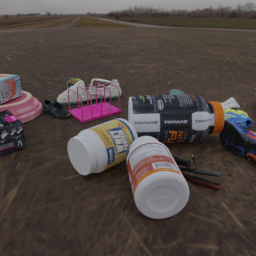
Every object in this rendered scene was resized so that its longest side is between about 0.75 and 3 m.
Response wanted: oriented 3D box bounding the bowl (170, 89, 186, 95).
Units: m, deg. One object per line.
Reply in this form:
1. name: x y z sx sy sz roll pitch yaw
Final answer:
1. bowl: 2.086 -1.264 11.946 0.772 0.772 0.404 15 68 30

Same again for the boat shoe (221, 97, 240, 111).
1. boat shoe: 3.649 -0.602 10.647 1.736 0.615 0.602 -30 63 -26

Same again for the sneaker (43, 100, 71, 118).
1. sneaker: -2.855 -0.751 11.073 1.362 0.540 0.514 14 27 26

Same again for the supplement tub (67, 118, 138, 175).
1. supplement tub: -0.657 0.494 7.561 1.649 1.193 1.193 -22 33 -40

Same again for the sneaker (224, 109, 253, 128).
1. sneaker: 3.634 -0.281 9.895 1.745 0.661 0.916 -7 26 -17

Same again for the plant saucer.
1. plant saucer: -4.887 -0.872 11.130 2.801 0.710 2.801 0 26 0

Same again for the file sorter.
1. file sorter: -1.349 -1.105 11.124 1.789 1.122 1.243 -17 30 -32

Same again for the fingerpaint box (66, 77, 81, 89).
1. fingerpaint box: -2.560 -1.943 13.308 0.678 0.812 0.298 11 28 22

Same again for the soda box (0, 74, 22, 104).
1. soda box: -5.084 -1.269 10.152 0.901 0.837 2.634 9 26 19

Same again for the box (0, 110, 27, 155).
1. box: -3.945 0.128 8.768 0.994 0.863 1.504 -20 30 -33

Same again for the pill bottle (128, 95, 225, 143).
1. pill bottle: 1.482 -0.292 8.860 2.886 1.533 1.533 -2 25 -2

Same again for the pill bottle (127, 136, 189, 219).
1. pill bottle: 0.580 1.010 6.537 1.151 1.151 2.053 -3 24 -6

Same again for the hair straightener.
1. hair straightener: 1.584 0.988 7.182 1.721 0.662 0.352 14 9 34

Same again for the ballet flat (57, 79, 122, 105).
1. ballet flat: -1.757 -1.741 12.710 2.978 1.069 1.069 -9 26 -17

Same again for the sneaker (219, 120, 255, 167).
1. sneaker: 3.607 0.468 8.266 0.895 0.859 2.282 -5 33 -28
